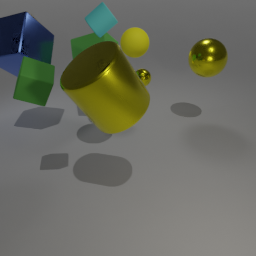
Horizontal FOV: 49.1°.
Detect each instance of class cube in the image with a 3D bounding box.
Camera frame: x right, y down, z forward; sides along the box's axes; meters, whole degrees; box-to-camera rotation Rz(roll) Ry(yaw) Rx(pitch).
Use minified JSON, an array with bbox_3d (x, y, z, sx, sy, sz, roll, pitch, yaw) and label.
[{"bbox_3d":[-2.073,-1.024,6.208,0.700,0.700,0.700,14,42,-24],"label":"cube"},{"bbox_3d":[-3.412,-2.605,8.986,1.400,1.400,1.400,-3,-15,23],"label":"cube"},{"bbox_3d":[-1.165,-2.663,10.656,1.400,1.400,1.400,-9,-4,19],"label":"cube"}]

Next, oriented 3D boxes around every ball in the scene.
[{"bbox_3d":[0.549,-1.932,10.801,0.700,0.700,0.700,0,29,0],"label":"ball"},{"bbox_3d":[0.328,-4.109,13.509,1.400,1.400,1.400,0,29,0],"label":"ball"},{"bbox_3d":[2.918,-2.557,10.255,1.400,1.400,1.400,0,29,0],"label":"ball"}]

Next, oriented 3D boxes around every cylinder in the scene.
[{"bbox_3d":[-0.771,-3.120,8.096,0.700,0.700,0.700,-37,28,12],"label":"cylinder"},{"bbox_3d":[-0.449,-0.828,5.880,1.400,1.400,1.400,-21,42,21],"label":"cylinder"}]
